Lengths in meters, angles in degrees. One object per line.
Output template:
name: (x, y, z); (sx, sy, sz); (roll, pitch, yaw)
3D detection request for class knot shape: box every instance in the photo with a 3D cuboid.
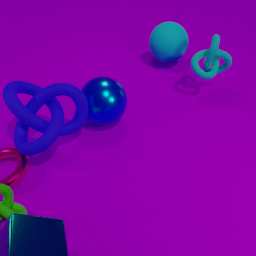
knot shape: (2.394, -1.950, 8.191); (1.212, 1.295, 0.598); (-39, 39, -13)
knot shape: (-2.448, 1.400, 5.142); (1.097, 1.027, 0.507); (6, 49, -1)
knot shape: (-1.971, -0.214, 6.389); (1.928, 0.891, 1.804); (16, 67, -6)

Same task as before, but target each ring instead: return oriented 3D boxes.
ring: (-2.800, 0.904, 6.207); (1.225, 0.245, 1.225); (-6, 43, 6)

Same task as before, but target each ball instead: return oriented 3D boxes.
ball: (-0.658, -0.708, 7.387); (1.291, 1.291, 1.291); (0, 41, 0)
ball: (1.427, -3.011, 9.865); (1.362, 1.362, 1.362); (0, 41, 0)

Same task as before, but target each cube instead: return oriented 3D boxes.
cube: (-1.536, 1.984, 4.307); (0.893, 0.893, 0.893); (20, 29, -33)
